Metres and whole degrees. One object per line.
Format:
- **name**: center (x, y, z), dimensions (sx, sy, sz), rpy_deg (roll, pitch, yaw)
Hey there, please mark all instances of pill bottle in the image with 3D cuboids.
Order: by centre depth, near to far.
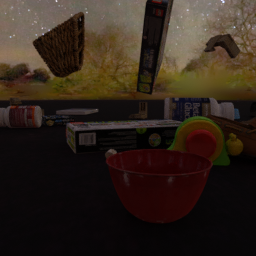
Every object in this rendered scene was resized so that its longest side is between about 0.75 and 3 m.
- **pill bottle**: center (2.042, -0.360, 8.253), dimensions (1.932, 1.073, 1.073), rpy_deg (1, 7, 8)
- **pill bottle**: center (-3.740, -0.380, 9.637), dimensions (1.389, 0.761, 0.761), rpy_deg (-1, 7, -5)

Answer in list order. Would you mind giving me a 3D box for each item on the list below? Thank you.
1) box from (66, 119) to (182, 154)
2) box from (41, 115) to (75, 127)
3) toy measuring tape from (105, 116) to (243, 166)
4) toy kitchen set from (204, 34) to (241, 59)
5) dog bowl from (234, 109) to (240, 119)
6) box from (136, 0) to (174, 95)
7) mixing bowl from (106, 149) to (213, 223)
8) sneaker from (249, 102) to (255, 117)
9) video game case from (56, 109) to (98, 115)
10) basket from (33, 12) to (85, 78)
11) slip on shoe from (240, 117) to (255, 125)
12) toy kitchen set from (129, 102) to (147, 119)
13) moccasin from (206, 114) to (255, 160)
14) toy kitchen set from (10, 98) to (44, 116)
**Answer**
- **box**: center (0.033, 0.127, 6.680), dimensions (2.822, 0.490, 1.553), rpy_deg (-2, 8, -19)
- **box**: center (-2.711, -0.294, 10.698), dimensions (1.090, 0.315, 1.371), rpy_deg (-3, 8, -25)
- **toy measuring tape**: center (0.779, 0.200, 4.903), dimensions (2.365, 0.870, 0.870), rpy_deg (1, 7, 8)
- **toy kitchen set**: center (3.088, -2.601, 9.445), dimensions (0.783, 0.708, 0.868), rpy_deg (44, -10, -25)
- **dog bowl**: center (4.490, -0.724, 13.585), dimensions (1.829, 0.453, 1.019), rpy_deg (7, 10, 42)
- **box**: center (0.587, -1.909, 5.981), dimensions (0.382, 2.202, 1.212), rpy_deg (15, 53, 7)
- **mixing bowl**: center (0.305, 0.585, 2.835), dimensions (1.042, 0.564, 1.042), rpy_deg (0, 8, 0)
- **sneaker**: center (7.073, -1.055, 14.142), dimensions (1.737, 0.995, 0.664), rpy_deg (3, 9, 7)
- **video game case**: center (-2.901, -0.964, 16.407), dimensions (1.702, 0.214, 2.376), rpy_deg (1, 8, 12)
- **basket**: center (-2.289, -3.355, 11.493), dimensions (2.011, 1.926, 2.699), rpy_deg (-28, 23, 9)
- **slip on shoe**: center (4.245, -0.252, 8.483), dimensions (2.608, 0.790, 0.992), rpy_deg (-4, 8, -27)
- **toy kitchen set**: center (0.432, -0.822, 13.031), dimensions (0.700, 0.774, 0.858), rpy_deg (2, 3, 22)
- **moccasin**: center (2.425, 0.101, 4.966), dimensions (0.896, 0.945, 2.449), rpy_deg (5, 3, -34)
- **toy kitchen set**: center (-4.463, -0.809, 12.078), dimensions (1.095, 0.990, 1.213), rpy_deg (3, 8, 22)
